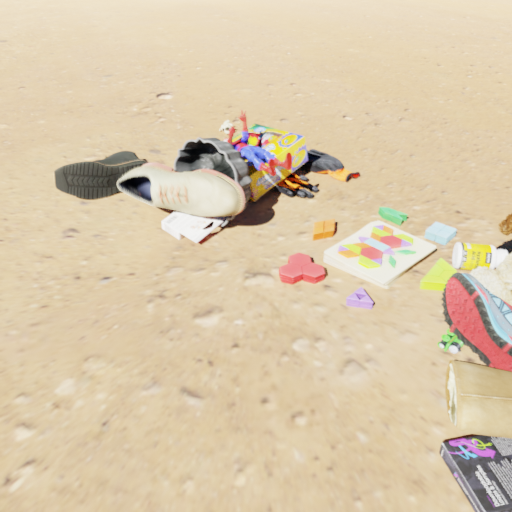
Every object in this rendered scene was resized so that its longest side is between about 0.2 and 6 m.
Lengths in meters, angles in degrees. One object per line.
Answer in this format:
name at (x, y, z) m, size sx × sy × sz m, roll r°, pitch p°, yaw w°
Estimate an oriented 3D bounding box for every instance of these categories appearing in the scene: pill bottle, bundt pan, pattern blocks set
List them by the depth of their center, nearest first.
pill bottle at (4.386, 0.031, 10.981) m, size 0.947 × 0.527 × 0.527 m, roll 5°, pitch 34°, yaw 7°
pattern blocks set at (2.460, -0.090, 11.372) m, size 3.158 × 0.291 × 3.593 m, roll 19°, pitch 38°, yaw 25°
bundt pan at (-0.878, -1.667, 12.298) m, size 1.995 × 1.995 × 0.749 m, roll 25°, pitch 34°, yaw 32°

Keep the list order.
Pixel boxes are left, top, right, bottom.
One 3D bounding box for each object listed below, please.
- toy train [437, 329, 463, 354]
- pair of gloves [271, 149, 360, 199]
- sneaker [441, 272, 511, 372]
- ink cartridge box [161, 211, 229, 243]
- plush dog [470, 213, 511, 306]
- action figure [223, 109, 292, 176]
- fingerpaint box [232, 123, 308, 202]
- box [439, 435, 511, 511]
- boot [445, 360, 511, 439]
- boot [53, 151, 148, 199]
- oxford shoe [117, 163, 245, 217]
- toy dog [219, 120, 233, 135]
toy train at (3.488, 1.242, 9.434) m, size 0.367 × 0.271 × 1.300 m, roll 35°, pitch 46°, yaw 26°
pair of gloves at (1.167, -2.222, 14.542) m, size 2.512 × 0.311 × 2.238 m, roll -26°, pitch 41°, yaw -34°
sneaker at (3.867, 1.192, 8.890) m, size 1.069 × 0.888 × 2.239 m, roll -8°, pitch 54°, yaw -32°
ink cartridge box at (-1.304, -0.739, 12.230) m, size 1.019 × 0.259 × 1.156 m, roll 32°, pitch 52°, yaw 22°
plush dog at (5.038, 0.184, 9.397) m, size 1.888 × 2.022 × 2.354 m, roll -27°, pitch 42°, yaw -34°
action figure at (-0.150, -2.622, 12.725) m, size 0.746 × 1.131 × 2.286 m, roll -23°, pitch 30°, yaw -29°
fingerpaint box at (-0.042, -2.400, 13.970) m, size 1.744 × 0.767 × 2.090 m, roll 25°, pitch 52°, yaw 37°
box at (3.276, 2.745, 7.176) m, size 1.484 × 0.268 × 1.061 m, roll -6°, pitch 33°, yaw -11°
boot at (3.653, 2.313, 7.220) m, size 2.189 × 0.724 × 1.917 m, roll 8°, pitch 36°, yaw 5°
boot at (-3.905, -2.128, 14.045) m, size 2.385 × 0.924 × 1.650 m, roll -4°, pitch 27°, yaw -27°
oxford shoe at (-1.616, -1.271, 11.749) m, size 2.911 × 1.030 × 1.075 m, roll 11°, pitch 24°, yaw 29°
toy dog at (-0.883, -3.862, 16.980) m, size 0.445 × 0.320 × 0.458 m, roll -16°, pitch 38°, yaw -10°
